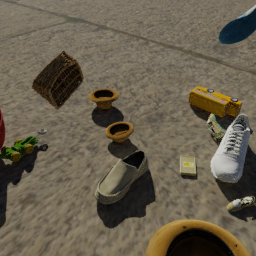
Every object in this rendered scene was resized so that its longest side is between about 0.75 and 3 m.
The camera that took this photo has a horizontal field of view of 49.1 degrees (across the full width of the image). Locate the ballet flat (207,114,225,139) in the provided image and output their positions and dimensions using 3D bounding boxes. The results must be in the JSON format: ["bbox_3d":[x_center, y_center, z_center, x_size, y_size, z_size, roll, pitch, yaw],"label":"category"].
[{"bbox_3d":[3.426,-0.080,11.222,0.510,0.510,1.443,-3,37,-4],"label":"ballet flat"}]

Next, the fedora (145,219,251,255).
[{"bbox_3d":[1.576,3.329,6.315,2.629,1.072,2.629,2,32,-1],"label":"fedora"}]

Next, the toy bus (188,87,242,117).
[{"bbox_3d":[3.812,-1.119,12.320,2.142,0.697,0.839,29,47,32],"label":"toy bus"}]

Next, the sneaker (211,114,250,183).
[{"bbox_3d":[3.617,0.661,9.690,1.096,1.154,2.868,17,42,17],"label":"sneaker"}]

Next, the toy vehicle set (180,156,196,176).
[{"bbox_3d":[2.072,1.294,9.704,0.516,0.110,0.830,5,38,7],"label":"toy vehicle set"}]

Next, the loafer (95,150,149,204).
[{"bbox_3d":[-0.182,1.449,8.938,0.890,0.803,2.351,25,44,28],"label":"loafer"}]

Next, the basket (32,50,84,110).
[{"bbox_3d":[-1.982,-1.445,8.336,1.053,1.008,1.413,42,66,-10],"label":"basket"}]

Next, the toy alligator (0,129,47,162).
[{"bbox_3d":[-3.738,0.703,10.189,0.699,0.507,2.110,23,38,27],"label":"toy alligator"}]

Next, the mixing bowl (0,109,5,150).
[{"bbox_3d":[-5.291,0.311,9.711,2.478,1.342,2.478,-3,56,4],"label":"mixing bowl"}]

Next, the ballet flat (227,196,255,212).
[{"bbox_3d":[3.387,2.230,8.349,0.929,0.328,0.328,-10,39,-12],"label":"ballet flat"}]

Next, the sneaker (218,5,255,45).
[{"bbox_3d":[4.452,-3.854,10.434,2.277,0.871,0.920,-32,-1,16],"label":"sneaker"}]

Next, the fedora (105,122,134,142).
[{"bbox_3d":[-0.305,0.217,10.801,1.133,0.462,1.133,-7,39,5],"label":"fedora"}]

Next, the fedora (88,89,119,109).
[{"bbox_3d":[-1.071,-1.263,12.593,1.471,0.600,1.471,-3,32,2],"label":"fedora"}]
